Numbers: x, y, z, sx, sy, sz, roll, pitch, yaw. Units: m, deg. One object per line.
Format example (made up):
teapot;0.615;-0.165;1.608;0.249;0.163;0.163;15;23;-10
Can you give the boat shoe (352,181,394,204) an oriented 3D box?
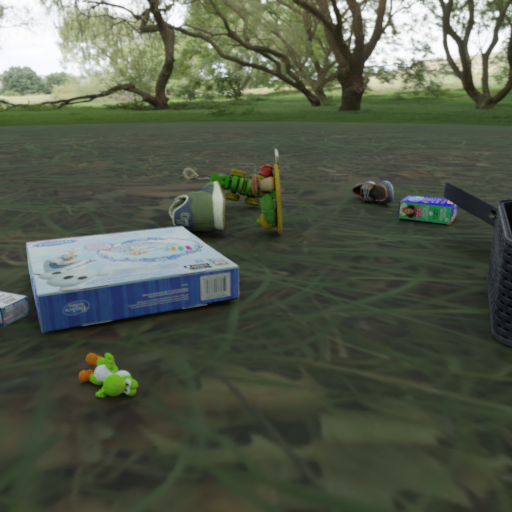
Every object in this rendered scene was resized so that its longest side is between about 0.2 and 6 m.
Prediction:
boat shoe;3.390;-1.821;16.402;0.665;0.664;1.837;-9;9;-13

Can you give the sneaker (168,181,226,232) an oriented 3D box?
sneaker;-1.493;-1.236;13.762;1.320;0.986;2.941;-5;16;-7

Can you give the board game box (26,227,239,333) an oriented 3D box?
board game box;-2.236;0.239;9.590;3.020;0.655;3.006;-7;19;-23

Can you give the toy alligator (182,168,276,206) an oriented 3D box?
toy alligator;-0.676;-2.002;15.557;2.804;0.831;0.761;13;-2;-6

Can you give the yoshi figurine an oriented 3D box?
yoshi figurine;-1.718;1.390;6.417;0.785;0.441;0.439;15;38;33

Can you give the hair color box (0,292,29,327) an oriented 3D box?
hair color box;-4.056;0.764;8.488;1.062;0.321;0.531;6;18;20

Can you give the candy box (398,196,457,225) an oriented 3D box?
candy box;4.461;-1.205;14.495;1.313;0.506;1.110;8;17;26

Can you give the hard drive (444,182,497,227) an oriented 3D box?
hard drive;4.901;-0.926;11.886;1.232;0.387;1.827;18;18;-38

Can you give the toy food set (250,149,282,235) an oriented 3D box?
toy food set;0.220;-1.430;12.765;0.656;2.009;1.182;-4;26;1

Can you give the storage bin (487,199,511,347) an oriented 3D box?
storage bin;4.718;0.202;8.376;2.150;1.491;3.181;6;18;19
